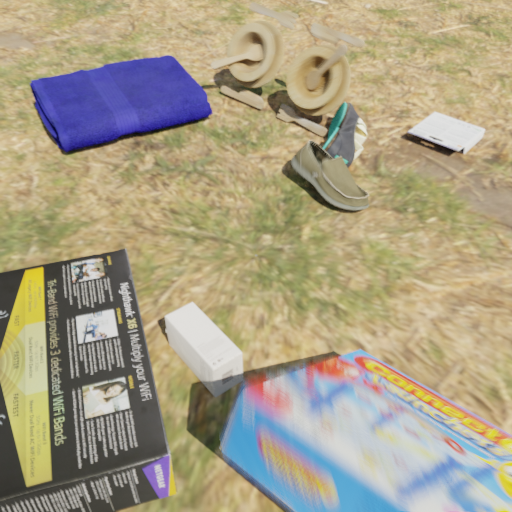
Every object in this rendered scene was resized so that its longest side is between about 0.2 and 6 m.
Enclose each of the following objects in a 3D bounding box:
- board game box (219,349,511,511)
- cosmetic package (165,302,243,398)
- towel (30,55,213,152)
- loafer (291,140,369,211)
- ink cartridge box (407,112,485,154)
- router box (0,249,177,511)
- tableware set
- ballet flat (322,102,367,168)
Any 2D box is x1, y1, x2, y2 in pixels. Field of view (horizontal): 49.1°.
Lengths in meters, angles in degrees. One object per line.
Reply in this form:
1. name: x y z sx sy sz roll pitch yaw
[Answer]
1. board game box: 1.380 1.959 5.427 2.485 0.694 2.433 28 17 32
2. cosmetic package: -0.694 1.209 7.327 0.480 0.609 1.132 -27 49 -27
3. towel: -3.010 -3.390 12.517 3.450 0.855 2.547 -20 52 -21
4. loafer: 1.362 -1.477 10.173 0.676 0.627 1.799 -21 54 -44
5. ink cartridge box: 4.013 -2.565 11.908 1.228 0.250 1.230 31 50 31
6. router box: -2.615 1.501 6.758 2.685 0.892 3.415 -11 42 -13
7. tableware set: 0.539 -4.184 12.230 3.314 2.191 0.664 32 21 30
8. ballet flat: 1.834 -2.408 11.437 0.844 0.844 2.310 10 36 11
